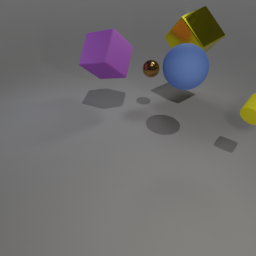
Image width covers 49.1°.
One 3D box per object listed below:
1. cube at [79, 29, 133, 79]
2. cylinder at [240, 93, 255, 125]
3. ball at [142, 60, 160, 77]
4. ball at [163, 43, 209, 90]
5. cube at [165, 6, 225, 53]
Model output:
[{"bbox_3d":[-0.851,-2.876,11.113,1.400,1.400,1.400,5,-13,35],"label":"cube"},{"bbox_3d":[3.843,-0.569,8.384,0.700,0.700,0.700,27,63,35],"label":"cylinder"},{"bbox_3d":[0.940,-2.414,11.414,0.700,0.700,0.700,0,33,0],"label":"ball"},{"bbox_3d":[1.767,-1.872,8.602,1.400,1.400,1.400,0,33,0],"label":"ball"},{"bbox_3d":[2.594,-3.600,10.988,1.400,1.400,1.400,-32,88,-26],"label":"cube"}]
